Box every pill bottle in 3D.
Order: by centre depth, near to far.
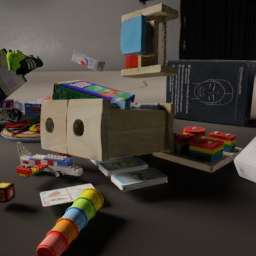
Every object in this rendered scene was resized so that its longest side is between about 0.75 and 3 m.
[{"bbox_3d":[-4.652,-0.818,10.938,1.099,0.618,0.618,-2,14,-7],"label":"pill bottle"}]

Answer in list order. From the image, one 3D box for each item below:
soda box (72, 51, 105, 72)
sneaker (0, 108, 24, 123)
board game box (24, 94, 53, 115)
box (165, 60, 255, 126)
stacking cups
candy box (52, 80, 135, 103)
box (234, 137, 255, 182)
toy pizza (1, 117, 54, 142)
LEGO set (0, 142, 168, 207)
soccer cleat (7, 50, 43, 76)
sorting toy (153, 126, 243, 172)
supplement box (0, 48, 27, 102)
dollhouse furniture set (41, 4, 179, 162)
[{"bbox_3d":[-1.836,-3.069,12.901,1.516,0.481,0.517,26,16,21],"label":"soda box"},{"bbox_3d":[-4.164,-0.422,9.468,0.898,0.551,1.380,-1,1,33],"label":"sneaker"},{"bbox_3d":[-2.917,-1.024,12.037,1.869,0.476,2.761,2,14,7],"label":"board game box"},{"bbox_3d":[2.918,-1.375,10.081,2.827,2.099,1.514,9,17,30],"label":"box"},{"bbox_3d":[-0.687,1.217,3.527,0.367,0.367,1.214,4,20,16],"label":"stacking cups"},{"bbox_3d":[-1.174,-0.995,10.104,2.411,0.928,2.038,16,17,11],"label":"candy box"},{"bbox_3d":[3.420,0.419,4.345,2.001,0.504,2.772,-41,31,-18],"label":"box"},{"bbox_3d":[-2.681,-0.035,8.389,2.091,0.331,2.091,0,14,0],"label":"toy pizza"},{"bbox_3d":[-0.948,0.668,5.069,2.707,0.664,2.022,-7,12,-21],"label":"LEGO set"},{"bbox_3d":[-3.023,-1.855,8.244,0.548,0.658,1.622,6,7,10],"label":"soccer cleat"},{"bbox_3d":[1.601,0.368,6.387,1.493,0.523,1.502,13,19,42],"label":"sorting toy"},{"bbox_3d":[-4.969,-1.432,9.458,2.097,1.408,2.095,-25,22,12],"label":"supplement box"},{"bbox_3d":[-0.413,-1.002,5.930,2.074,2.960,2.086,5,5,44],"label":"dollhouse furniture set"}]
